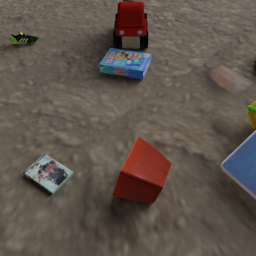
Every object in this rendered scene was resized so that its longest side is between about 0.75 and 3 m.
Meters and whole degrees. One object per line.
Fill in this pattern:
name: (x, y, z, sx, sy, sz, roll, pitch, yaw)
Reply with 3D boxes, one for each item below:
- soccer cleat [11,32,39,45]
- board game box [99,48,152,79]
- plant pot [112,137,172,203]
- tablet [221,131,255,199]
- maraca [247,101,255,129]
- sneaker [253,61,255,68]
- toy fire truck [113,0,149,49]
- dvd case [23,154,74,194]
soccer cleat: (-4.175, -3.640, 11.320, 1.073, 0.435, 0.362, -6, 46, -6)
board game box: (-0.071, -2.341, 10.078, 1.609, 0.362, 1.224, 12, 47, 12)
plant pot: (0.360, 1.058, 6.307, 0.953, 1.081, 1.080, 25, 49, 6)
tablet: (3.720, 1.139, 5.908, 1.944, 0.204, 2.987, -43, 54, -1)
maraca: (4.090, -0.135, 7.245, 1.450, 1.132, 2.116, 4, 23, -41)
sneaker: (5.208, -2.617, 10.257, 0.817, 0.683, 1.800, 27, 57, 12)
toy fire truck: (0.350, -4.820, 10.752, 1.858, 2.888, 2.542, 0, 45, 2)
dvd case: (-1.943, 1.102, 6.842, 1.004, 0.110, 0.733, 26, 51, 25)
